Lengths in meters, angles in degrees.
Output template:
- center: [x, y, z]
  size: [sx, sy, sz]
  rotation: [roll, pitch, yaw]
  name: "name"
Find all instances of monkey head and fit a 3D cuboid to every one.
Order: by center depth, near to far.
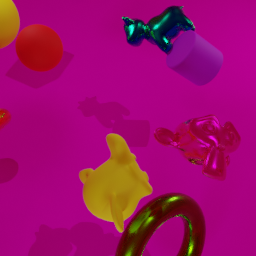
- center: [0.973, 0.294, 3.618]
  size: [1.245, 0.750, 0.895]
  rotation: [20, 60, -15]
  name: "monkey head"
- center: [-0.254, 0.725, 3.985]
  size: [0.939, 1.121, 1.558]
  rotation: [-31, 25, -17]
  name: "monkey head"

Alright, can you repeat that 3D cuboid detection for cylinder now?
- center: [1.450, -1.516, 6.151]
  size: [0.893, 0.893, 0.893]
  rotation: [25, 58, -26]
  name: "cylinder"

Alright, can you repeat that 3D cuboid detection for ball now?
- center: [-1.428, -1.288, 4.535]
  size: [0.740, 0.740, 0.740]
  rotation: [0, 61, 0]
  name: "ball"
- center: [-2.895, -2.249, 5.747]
  size: [1.251, 1.251, 1.251]
  rotation: [0, 61, 0]
  name: "ball"

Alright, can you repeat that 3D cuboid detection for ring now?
- center: [-2.081, 0.126, 3.694]
  size: [1.186, 1.186, 0.237]
  rotation: [-38, 102, -19]
  name: "ring"
- center: [0.611, 2.062, 4.754]
  size: [1.999, 1.999, 0.400]
  rotation: [-45, 34, -21]
  name: "ring"

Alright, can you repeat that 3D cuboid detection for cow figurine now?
- center: [0.633, -2.339, 6.450]
  size: [1.427, 0.783, 1.404]
  rotation: [-43, 80, 18]
  name: "cow figurine"
